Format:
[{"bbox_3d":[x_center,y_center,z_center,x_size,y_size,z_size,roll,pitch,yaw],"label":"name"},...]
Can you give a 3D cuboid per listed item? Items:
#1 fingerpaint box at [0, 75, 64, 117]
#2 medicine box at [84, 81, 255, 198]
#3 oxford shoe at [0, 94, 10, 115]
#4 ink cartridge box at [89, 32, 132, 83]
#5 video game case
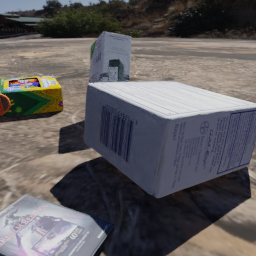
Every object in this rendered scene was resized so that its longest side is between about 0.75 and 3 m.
[{"bbox_3d":[-3.729,-1.325,10.711,2.092,0.920,2.508,-8,23,-19],"label":"fingerpaint box"},{"bbox_3d":[0.936,-0.054,6.261,2.929,1.508,2.668,-7,23,-36],"label":"medicine box"},{"bbox_3d":[-5.031,-0.698,8.535,2.772,0.988,1.010,-8,24,-12],"label":"oxford shoe"},{"bbox_3d":[-0.629,-1.644,8.842,0.929,2.209,1.612,3,-1,-22],"label":"ink cartridge box"},{"bbox_3d":[-1.244,1.567,4.150,1.745,0.165,1.246,13,21,19],"label":"video game case"}]
